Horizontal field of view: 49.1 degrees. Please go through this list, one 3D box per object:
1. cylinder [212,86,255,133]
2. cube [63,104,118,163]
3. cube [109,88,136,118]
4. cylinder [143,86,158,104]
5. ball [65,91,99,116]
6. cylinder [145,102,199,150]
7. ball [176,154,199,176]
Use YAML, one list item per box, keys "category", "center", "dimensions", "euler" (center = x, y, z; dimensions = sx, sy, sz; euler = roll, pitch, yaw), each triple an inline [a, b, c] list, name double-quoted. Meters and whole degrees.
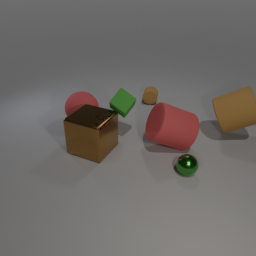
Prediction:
- category: "cylinder"
  center: [4.024, -0.667, 10.352]
  dimensions: [1.400, 1.400, 1.400]
  euler: [-19, 23, 24]
- category: "cube"
  center: [-1.272, 0.150, 9.981]
  dimensions: [1.400, 1.400, 1.400]
  euler: [15, 33, 22]
- category: "cube"
  center: [-0.190, -0.905, 10.165]
  dimensions: [0.700, 0.700, 0.700]
  euler: [36, 79, 5]
- category: "cylinder"
  center: [1.093, -1.588, 13.577]
  dimensions: [0.700, 0.700, 0.700]
  euler: [5, 28, 8]
- category: "ball"
  center: [-1.912, -0.825, 11.647]
  dimensions: [1.400, 1.400, 1.400]
  euler: [0, 31, 0]
- category: "cylinder"
  center: [1.543, -0.052, 9.917]
  dimensions: [1.400, 1.400, 1.400]
  euler: [17, 26, -20]
- category: "ball"
  center: [1.898, 1.181, 8.959]
  dimensions: [0.700, 0.700, 0.700]
  euler: [0, 31, 0]
